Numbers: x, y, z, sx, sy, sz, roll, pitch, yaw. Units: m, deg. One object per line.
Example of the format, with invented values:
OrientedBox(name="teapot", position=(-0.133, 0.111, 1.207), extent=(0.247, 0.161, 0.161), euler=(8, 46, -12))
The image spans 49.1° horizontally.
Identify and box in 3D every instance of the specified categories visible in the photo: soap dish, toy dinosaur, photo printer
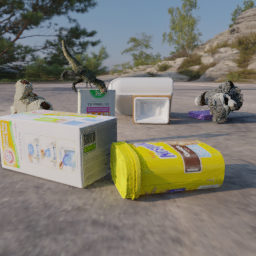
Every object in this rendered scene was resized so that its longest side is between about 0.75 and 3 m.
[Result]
OrientedBox(name="soap dish", position=(0.954, -0.768, 11.288), extent=(1.501, 1.181, 0.610), euler=(1, 17, 6))
OrientedBox(name="toy dinosaur", position=(-1.357, -1.443, 7.550), extent=(0.769, 1.745, 0.414), euler=(-46, 21, -1))
OrientedBox(name="photo printer", position=(0.545, -1.367, 12.569), extent=(2.846, 0.988, 2.368), euler=(1, -20, 5))

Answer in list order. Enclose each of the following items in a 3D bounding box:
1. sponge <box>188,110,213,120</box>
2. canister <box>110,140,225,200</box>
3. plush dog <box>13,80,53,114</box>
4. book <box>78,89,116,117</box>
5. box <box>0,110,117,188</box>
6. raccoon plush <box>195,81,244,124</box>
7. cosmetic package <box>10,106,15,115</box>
OrientedBox(name="sponge", position=(3.726, -0.637, 12.927), extent=(1.694, 0.253, 0.945), euler=(-8, 16, -33))
OrientedBox(name="canister", position=(0.696, 0.713, 5.380), extent=(1.860, 0.805, 1.381), euler=(-2, 12, -15))
OrientedBox(name="plush dog", position=(-3.935, -0.840, 11.831), extent=(1.991, 1.598, 1.710), euler=(44, 12, 16))
OrientedBox(name="book", position=(-0.913, -0.329, 8.189), extent=(1.070, 1.602, 0.385), euler=(-3, 12, -22))
OrientedBox(name="box", position=(-1.543, 0.328, 6.161), extent=(2.347, 1.189, 1.320), euler=(7, 14, 28))
OrientedBox(name="raccoon plush", position=(3.663, -0.871, 12.361), extent=(1.967, 1.420, 2.935), euler=(-33, 1, -28))
OrientedBox(name="cosmetic package", position=(-4.517, -0.826, 13.031), extent=(0.877, 0.592, 1.667), euler=(5, 13, 23))
